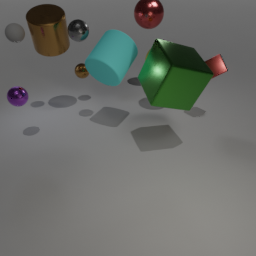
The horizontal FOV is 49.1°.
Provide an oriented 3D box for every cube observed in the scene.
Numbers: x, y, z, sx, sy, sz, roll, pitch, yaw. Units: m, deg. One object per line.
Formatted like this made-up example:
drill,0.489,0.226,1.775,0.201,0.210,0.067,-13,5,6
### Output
cube,3.321,-2.337,10.651,0.700,0.700,0.700,-25,4,25
cube,1.326,-1.527,8.202,1.400,1.400,1.400,5,43,-25

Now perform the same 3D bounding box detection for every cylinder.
cylinder,-2.999,-3.697,10.639,1.400,1.400,1.400,1,54,-2
cylinder,-0.569,-2.433,9.800,1.400,1.400,1.400,17,65,28

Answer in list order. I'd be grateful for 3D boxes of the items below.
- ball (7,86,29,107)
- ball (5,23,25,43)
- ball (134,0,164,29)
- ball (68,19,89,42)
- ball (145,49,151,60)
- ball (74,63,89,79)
ball,-3.793,-1.086,9.637,0.700,0.700,0.700,0,29,0
ball,-4.178,-3.510,10.354,0.700,0.700,0.700,0,29,0
ball,0.970,-5.331,13.005,1.400,1.400,1.400,0,29,0
ball,-1.631,-3.200,9.211,0.700,0.700,0.700,0,29,0
ball,1.405,-2.767,11.619,1.400,1.400,1.400,0,29,0
ball,-2.119,-2.641,12.948,0.700,0.700,0.700,0,29,0
